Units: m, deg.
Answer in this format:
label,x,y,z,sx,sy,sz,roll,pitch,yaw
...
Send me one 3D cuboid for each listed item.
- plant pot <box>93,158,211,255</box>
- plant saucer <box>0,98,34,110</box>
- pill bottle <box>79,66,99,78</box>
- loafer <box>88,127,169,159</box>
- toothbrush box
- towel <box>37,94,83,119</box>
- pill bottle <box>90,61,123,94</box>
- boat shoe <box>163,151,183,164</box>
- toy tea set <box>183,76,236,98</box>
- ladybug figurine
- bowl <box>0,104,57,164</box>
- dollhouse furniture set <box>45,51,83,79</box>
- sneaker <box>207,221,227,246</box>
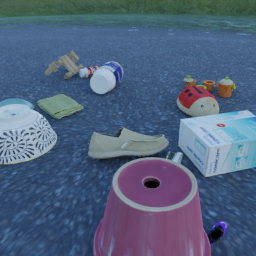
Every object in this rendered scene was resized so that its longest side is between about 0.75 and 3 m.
label,x,y,z,sx,sy,sz,roll,pitch,yaw
plant pot,0.446,1.750,5.115,2.227,1.994,2.227,0,28,0
plant saucer,-4.948,-0.928,11.950,1.765,0.340,1.765,1,28,0
pill bottle,-2.197,-3.173,15.927,1.036,0.567,0.567,-15,31,-26
loafer,0.020,0.405,8.599,2.531,0.864,0.958,-6,6,-10
toothbrush box,3.083,0.388,8.671,2.504,1.068,1.833,-8,29,-13
towel,-2.935,-0.940,11.960,1.400,0.344,1.887,-23,36,-34
pill bottle,-1.068,-2.514,14.008,1.201,1.201,2.075,7,29,14
boat shoe,1.130,1.090,7.986,0.477,0.529,1.497,13,23,22
toy tea set,3.995,-2.203,13.689,2.547,0.943,1.515,5,28,10
ladybug figurine,2.929,-1.165,11.825,1.601,0.848,2.358,-7,29,-13
bowl,-3.745,-0.029,9.302,2.605,1.223,2.605,1,27,0
dollhouse furniture set,-3.641,-3.398,16.116,1.052,1.232,2.377,-35,13,31
sneaker,1.906,2.191,5.894,0.770,0.383,0.268,-26,64,-38
